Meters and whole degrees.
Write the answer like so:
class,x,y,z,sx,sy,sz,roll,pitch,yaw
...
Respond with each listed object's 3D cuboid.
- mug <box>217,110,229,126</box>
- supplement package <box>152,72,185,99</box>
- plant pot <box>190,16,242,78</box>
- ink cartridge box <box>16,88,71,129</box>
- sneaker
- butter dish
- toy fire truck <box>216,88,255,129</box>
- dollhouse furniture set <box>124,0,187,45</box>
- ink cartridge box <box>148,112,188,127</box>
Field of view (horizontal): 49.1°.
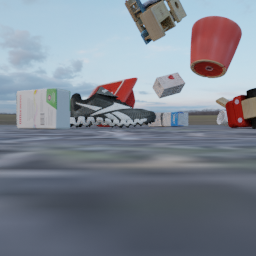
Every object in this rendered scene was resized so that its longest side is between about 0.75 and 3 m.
class,x,y,z,sx,sy,sz,roll,pitch,yaw
mug,4.578,-0.357,12.604,0.783,0.659,0.893,14,14,-10
supplement package,1.554,-1.632,10.694,1.006,0.610,0.603,-18,-26,-24
plant pot,2.986,-2.744,9.902,1.787,1.581,1.787,15,-15,4
ink cartridge box,-1.887,-0.409,6.225,1.181,0.858,0.517,0,1,26
sneaker,-0.482,-0.577,7.805,2.561,1.159,0.851,0,2,1
butter dish,-0.638,-0.827,12.026,2.385,1.763,2.378,-6,38,33
toy fire truck,3.077,-0.490,7.418,1.691,1.236,1.921,-1,-10,-34
dollhouse furniture set,0.583,-3.477,8.555,1.438,1.430,2.040,-17,24,40
ink cartridge box,1.708,-0.354,11.985,1.440,0.607,1.051,1,1,35
